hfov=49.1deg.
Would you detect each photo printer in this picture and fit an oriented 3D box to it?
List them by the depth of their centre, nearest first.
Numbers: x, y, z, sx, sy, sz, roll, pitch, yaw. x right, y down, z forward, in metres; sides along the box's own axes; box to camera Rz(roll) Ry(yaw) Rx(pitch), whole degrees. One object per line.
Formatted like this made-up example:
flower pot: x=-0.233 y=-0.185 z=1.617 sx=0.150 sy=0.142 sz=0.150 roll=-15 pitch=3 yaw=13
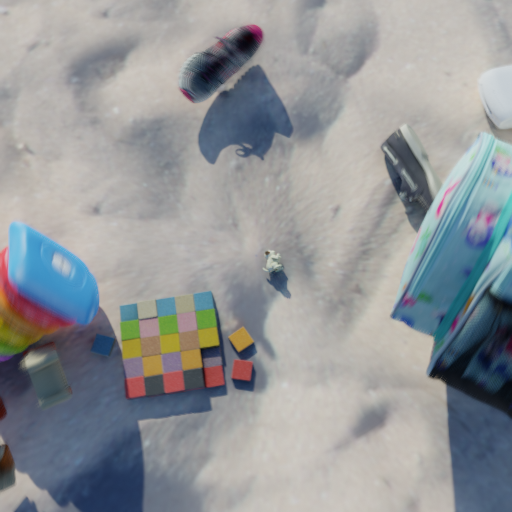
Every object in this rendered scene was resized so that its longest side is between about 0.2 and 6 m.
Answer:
photo printer: x=4.817 y=-2.936 z=10.206 sx=1.407 sy=0.489 sz=1.171 roll=-11 pitch=70 yaw=-4

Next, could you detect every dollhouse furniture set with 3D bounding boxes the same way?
dollhouse furniture set: x=-3.740 y=2.000 z=7.748 sx=2.166 sy=1.128 sz=2.190 roll=-20 pitch=98 yaw=-22

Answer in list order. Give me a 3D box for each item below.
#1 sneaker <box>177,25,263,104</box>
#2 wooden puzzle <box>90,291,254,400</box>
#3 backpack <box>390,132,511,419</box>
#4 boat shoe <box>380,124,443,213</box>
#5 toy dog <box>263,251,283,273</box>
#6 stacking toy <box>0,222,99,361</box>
sneaker: x=-0.658 y=-3.539 z=10.103 sx=1.897 sy=0.708 sz=0.765 roll=-48 pitch=113 yaw=-12
wooden puzzle: x=-1.320 y=1.383 z=8.798 sx=2.555 sy=0.179 sz=1.515 roll=-8 pitch=70 yaw=-3
backpack: x=3.557 y=-0.152 z=7.232 sx=2.688 sy=3.571 sz=3.170 roll=32 pitch=42 yaw=9
boat shoe: x=2.778 y=-1.222 z=9.623 sx=0.658 sy=0.762 sz=2.098 roll=-29 pitch=72 yaw=29
toy dog: x=0.261 y=0.081 z=9.270 sx=0.351 sy=0.253 sz=0.362 roll=-23 pitch=69 yaw=14
stacking toy: x=-3.827 y=0.996 z=8.380 sx=2.737 sy=1.502 sz=1.589 roll=-41 pitch=41 yaw=9
